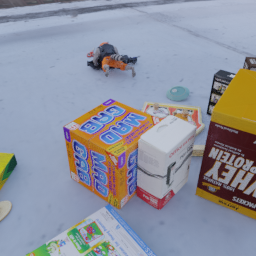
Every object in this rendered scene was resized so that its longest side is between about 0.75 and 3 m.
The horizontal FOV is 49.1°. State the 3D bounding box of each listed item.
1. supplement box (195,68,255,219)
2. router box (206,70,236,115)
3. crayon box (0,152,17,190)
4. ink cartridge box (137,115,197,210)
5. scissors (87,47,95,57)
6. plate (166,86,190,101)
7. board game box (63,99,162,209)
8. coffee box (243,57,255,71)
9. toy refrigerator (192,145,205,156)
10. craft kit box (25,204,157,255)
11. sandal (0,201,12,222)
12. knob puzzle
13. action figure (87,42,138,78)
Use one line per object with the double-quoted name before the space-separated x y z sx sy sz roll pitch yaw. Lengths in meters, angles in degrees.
"supplement box" 3.484 0.353 7.932 1.943 2.927 2.887 19 40 24
"router box" 4.384 -0.985 10.730 2.481 1.850 0.633 27 44 31
"crayon box" -4.354 1.502 8.441 1.211 0.484 1.907 4 35 6
"ink cartridge box" 1.049 0.954 7.796 0.880 2.124 1.559 27 44 32
"scissors" -2.297 -4.748 17.430 0.585 0.111 1.600 -7 38 -6
"plate" 2.284 -1.646 12.858 1.071 0.137 1.071 -8 47 8
"board game box" -0.405 0.664 8.298 1.998 1.998 2.000 25 43 30
"coffee box" 5.346 -2.026 12.180 0.732 1.833 1.036 5 36 8
"toy refrigerator" 2.390 0.780 9.631 0.829 0.290 0.315 1 29 0
"craft kit box" -0.676 3.125 6.183 2.340 0.575 2.369 -22 41 -31
"sandal" -3.948 2.295 7.241 1.840 0.605 0.675 -27 44 -32
"knob puzzle" 1.643 -0.311 11.020 3.029 0.420 3.029 0 36 0
"action figure" -0.585 -3.785 14.976 2.965 1.551 2.868 -16 47 -22
